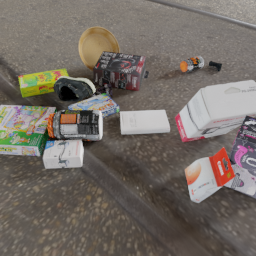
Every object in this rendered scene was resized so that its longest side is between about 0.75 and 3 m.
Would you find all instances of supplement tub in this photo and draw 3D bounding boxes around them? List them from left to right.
[{"bbox_3d":[-1.972,-0.101,10.660,1.934,1.185,1.185,0,40,1],"label":"supplement tub"},{"bbox_3d":[3.383,-3.370,14.856,1.142,0.700,0.700,-19,44,-21],"label":"supplement tub"}]

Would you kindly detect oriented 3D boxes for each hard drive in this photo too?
[{"bbox_3d":[0.659,-0.259,11.547,1.935,0.258,1.276,-3,40,-3],"label":"hard drive"}]

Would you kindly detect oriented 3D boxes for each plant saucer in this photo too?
[{"bbox_3d":[-1.563,-4.068,14.774,2.405,2.405,0.426,-27,16,-28],"label":"plant saucer"}]

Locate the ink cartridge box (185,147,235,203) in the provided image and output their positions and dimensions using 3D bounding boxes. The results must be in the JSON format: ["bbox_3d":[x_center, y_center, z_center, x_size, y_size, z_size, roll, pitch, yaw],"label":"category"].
[{"bbox_3d":[2.469,1.408,8.683,0.388,1.548,1.255,25,36,-20],"label":"ink cartridge box"}]

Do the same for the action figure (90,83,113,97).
[{"bbox_3d":[-1.439,-1.682,13.083,1.416,0.491,0.921,-6,48,-2],"label":"action figure"}]

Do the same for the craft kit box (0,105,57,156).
[{"bbox_3d":[-4.277,0.024,11.022,2.411,0.592,2.441,0,40,4],"label":"craft kit box"}]

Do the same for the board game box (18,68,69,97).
[{"bbox_3d":[-4.042,-2.227,13.626,2.291,0.546,1.164,-14,42,-16],"label":"board game box"}]

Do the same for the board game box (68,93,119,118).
[{"bbox_3d":[-1.478,-0.831,12.165,1.855,0.320,1.256,-24,46,-26],"label":"board game box"}]

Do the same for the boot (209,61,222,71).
[{"bbox_3d":[4.688,-3.344,15.109,0.695,0.316,0.827,16,36,13],"label":"boot"}]

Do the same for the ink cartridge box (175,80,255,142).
[{"bbox_3d":[3.073,-0.497,9.853,1.955,2.692,1.122,-10,75,-11],"label":"ink cartridge box"}]

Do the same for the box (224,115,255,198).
[{"bbox_3d":[3.887,0.960,8.637,1.430,2.164,1.241,21,45,22],"label":"box"}]

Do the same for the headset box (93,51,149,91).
[{"bbox_3d":[-0.243,-2.853,13.972,2.569,0.964,1.909,8,43,7],"label":"headset box"}]

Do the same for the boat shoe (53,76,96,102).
[{"bbox_3d":[-2.596,-1.569,12.193,2.802,1.047,0.929,12,52,41],"label":"boat shoe"}]

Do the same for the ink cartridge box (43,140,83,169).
[{"bbox_3d":[-2.271,0.918,9.952,1.269,0.545,0.929,-4,40,-2],"label":"ink cartridge box"}]
